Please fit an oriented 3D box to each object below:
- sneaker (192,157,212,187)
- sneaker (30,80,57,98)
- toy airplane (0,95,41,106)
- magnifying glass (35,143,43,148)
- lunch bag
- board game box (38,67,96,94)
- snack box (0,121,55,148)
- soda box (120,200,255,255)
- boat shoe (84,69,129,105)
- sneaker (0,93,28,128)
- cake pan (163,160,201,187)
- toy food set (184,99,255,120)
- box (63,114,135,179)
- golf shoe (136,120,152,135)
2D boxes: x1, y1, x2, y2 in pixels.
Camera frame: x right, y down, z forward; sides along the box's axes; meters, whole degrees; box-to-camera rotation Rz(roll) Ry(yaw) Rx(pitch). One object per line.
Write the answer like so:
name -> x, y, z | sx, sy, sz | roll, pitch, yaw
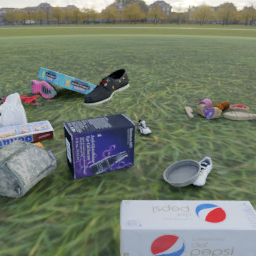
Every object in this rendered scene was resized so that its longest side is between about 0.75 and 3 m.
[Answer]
sneaker -> 1.892, 1.118, 7.250 | 0.417, 0.420, 1.160 | 13, 28, 24
sneaker -> -4.100, -2.026, 14.274 | 2.089, 0.825, 0.997 | 23, 21, 40
toy airplane -> -5.007, -1.255, 12.786 | 2.185, 0.402, 2.185 | -1, 25, 0
magnifying glass -> -3.658, 0.929, 7.763 | 2.731, 0.306, 1.087 | -18, 36, -42
lunch bag -> -2.588, 1.008, 6.859 | 1.190, 0.989, 1.419 | 17, 26, 15
board game box -> -3.074, -2.338, 14.141 | 1.899, 0.590, 2.515 | 12, 8, -46
snack box -> -3.933, 0.259, 9.335 | 2.734, 0.332, 0.983 | -11, 25, -23
soda box -> 1.064, 1.851, 5.007 | 2.416, 0.823, 0.769 | 1, 23, 0
boat shoe -> -0.690, -1.290, 8.755 | 0.736, 0.630, 2.011 | 12, 36, 34
sneaker -> -4.657, -0.649, 10.711 | 1.265, 0.992, 2.547 | -14, 26, -22
cake pan -> 1.382, 1.151, 7.099 | 0.973, 0.178, 0.973 | -20, 21, 8
toy food set -> 3.868, -0.837, 11.758 | 2.765, 0.435, 1.758 | 0, 23, 0
box -> -0.764, 0.450, 7.658 | 1.770, 1.310, 0.923 | -11, 26, -22
golf shoe -> 0.551, -0.029, 9.957 | 0.322, 0.391, 0.828 | -12, 28, -28
